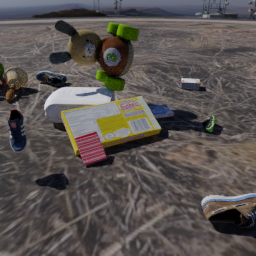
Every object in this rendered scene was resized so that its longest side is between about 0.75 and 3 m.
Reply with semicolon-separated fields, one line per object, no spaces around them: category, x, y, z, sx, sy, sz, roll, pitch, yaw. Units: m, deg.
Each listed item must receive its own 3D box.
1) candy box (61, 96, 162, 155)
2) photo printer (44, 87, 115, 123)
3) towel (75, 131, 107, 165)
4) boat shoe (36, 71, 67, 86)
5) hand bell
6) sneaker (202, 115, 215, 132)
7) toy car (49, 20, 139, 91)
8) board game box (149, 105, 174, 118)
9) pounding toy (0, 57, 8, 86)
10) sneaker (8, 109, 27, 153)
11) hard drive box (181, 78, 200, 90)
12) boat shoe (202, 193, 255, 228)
candy box;-0.490;-0.156;8.740;2.844;0.376;1.454;-13;57;-25
photo printer;-1.742;-0.872;10.257;2.435;0.845;2.026;1;26;1
towel;-1.029;0.551;7.724;0.661;0.103;0.915;-17;62;-15
boat shoe;-3.827;-2.427;13.665;1.595;0.564;0.724;5;23;5
hand bell;-5.059;-1.767;12.293;1.051;1.051;2.019;-4;38;-8
sneaker;2.721;-0.191;9.502;0.382;0.350;0.912;11;27;12
toy car;-1.372;-2.889;10.329;2.816;2.313;2.222;8;19;-26
board game box;1.198;-0.633;10.564;0.797;0.173;0.793;-8;29;-15
pounding toy;-6.102;-2.296;12.972;1.470;0.883;1.904;-52;11;-22
sneaker;-2.802;0.042;6.988;0.426;0.481;1.137;-12;67;-9
hard drive box;2.950;-2.092;13.290;0.858;0.330;0.669;4;26;9
boat shoe;2.292;1.704;5.616;1.534;0.554;0.555;-6;30;11
